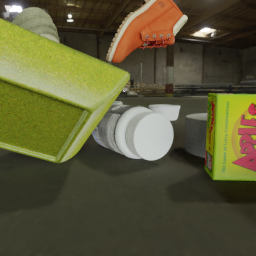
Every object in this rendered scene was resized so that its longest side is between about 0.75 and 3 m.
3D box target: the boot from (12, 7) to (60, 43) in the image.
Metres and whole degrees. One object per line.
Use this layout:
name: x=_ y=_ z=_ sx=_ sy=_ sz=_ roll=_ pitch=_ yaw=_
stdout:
boot: x=-1.584 y=-0.799 z=5.515 sx=1.000 sy=2.147 sz=2.776 roll=-23 pitch=1 yaw=-21

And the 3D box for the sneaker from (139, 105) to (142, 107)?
sneaker: x=0.327 y=-0.621 z=11.846 sx=0.581 sy=0.531 sz=1.436 roll=-9 pitch=-5 yaw=3

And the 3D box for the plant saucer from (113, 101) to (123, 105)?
plant saucer: x=-1.632 y=-0.647 z=10.933 sx=2.851 sy=0.716 sz=2.851 roll=0 pitch=9 yaw=0

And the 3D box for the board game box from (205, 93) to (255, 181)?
board game box: x=2.263 y=0.110 z=3.833 sx=2.252 sy=1.144 sz=0.536 roll=0 pitch=9 yaw=3

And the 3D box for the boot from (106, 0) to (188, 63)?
boot: x=0.483 y=-2.305 z=6.928 sx=1.259 sy=2.349 sz=0.881 roll=41 pitch=-11 yaw=-3

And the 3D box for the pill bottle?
pill bottle: x=0.032 y=0.046 z=5.137 sx=0.923 sy=0.923 sz=1.623 roll=-4 pitch=9 yaw=-29

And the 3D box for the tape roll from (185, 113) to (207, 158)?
tape roll: x=2.189 y=0.116 z=5.508 sx=2.104 sy=0.695 sz=2.104 roll=0 pitch=8 yaw=0

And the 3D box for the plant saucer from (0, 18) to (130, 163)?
plant saucer: x=-1.440 y=-0.260 z=3.881 sx=2.230 sy=0.534 sz=2.227 roll=19 pitch=-40 yaw=-20

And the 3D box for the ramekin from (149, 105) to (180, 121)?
ramekin: x=1.487 y=-0.635 z=11.451 sx=1.275 sy=0.594 sz=1.275 roll=-1 pitch=7 yaw=0
